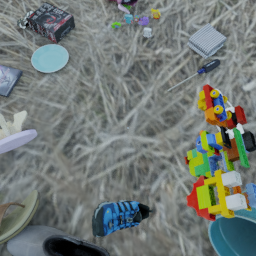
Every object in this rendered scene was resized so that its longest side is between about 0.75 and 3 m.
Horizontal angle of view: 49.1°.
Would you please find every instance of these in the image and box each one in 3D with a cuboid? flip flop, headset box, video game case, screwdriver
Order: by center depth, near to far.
[{"bbox_3d":[-3.594,2.595,7.546,2.754,1.117,0.793,-33,111,-12],"label":"flip flop"},{"bbox_3d":[2.440,-1.997,10.454,2.513,0.350,0.366,-26,93,-16],"label":"screwdriver"},{"bbox_3d":[-5.001,-1.863,10.518,1.707,0.162,1.219,15,63,9],"label":"video game case"},{"bbox_3d":[-3.099,-4.327,11.569,1.666,0.625,1.238,30,66,15],"label":"headset box"}]

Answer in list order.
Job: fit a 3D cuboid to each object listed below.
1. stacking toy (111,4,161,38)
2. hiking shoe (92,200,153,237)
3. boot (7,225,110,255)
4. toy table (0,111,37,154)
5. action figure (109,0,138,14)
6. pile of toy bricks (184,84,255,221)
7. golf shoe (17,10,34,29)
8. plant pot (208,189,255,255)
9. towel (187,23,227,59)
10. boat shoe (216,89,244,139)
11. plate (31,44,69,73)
[{"bbox_3d":[0.334,-4.556,11.852,1.833,0.431,1.382,14,61,10],"label":"stacking toy"},{"bbox_3d":[-0.119,1.913,6.188,0.787,1.815,0.675,-6,87,26],"label":"hiking shoe"},{"bbox_3d":[-1.816,2.912,6.930,2.928,1.927,1.022,8,63,4],"label":"boot"},{"bbox_3d":[-3.776,0.126,8.840,1.545,1.420,0.905,-22,79,-22],"label":"toy table"},{"bbox_3d":[-0.414,-5.746,12.230,2.080,1.393,1.549,22,99,35],"label":"action figure"},{"bbox_3d":[1.808,0.622,6.012,1.561,1.389,2.814,26,51,-36],"label":"pile of toy bricks"},{"bbox_3d":[-4.233,-4.570,11.901,0.469,0.386,0.994,35,69,0],"label":"golf shoe"},{"bbox_3d":[3.722,2.442,7.067,2.475,2.475,2.326,41,55,19],"label":"plant pot"},{"bbox_3d":[3.166,-3.482,11.158,1.298,0.555,1.075,-40,70,-19],"label":"towel"},{"bbox_3d":[3.289,-0.441,9.433,0.719,0.703,2.029,-21,64,-11],"label":"boat shoe"},{"bbox_3d":[-3.029,-2.686,10.945,1.437,0.184,1.437,0,61,0],"label":"plate"}]
